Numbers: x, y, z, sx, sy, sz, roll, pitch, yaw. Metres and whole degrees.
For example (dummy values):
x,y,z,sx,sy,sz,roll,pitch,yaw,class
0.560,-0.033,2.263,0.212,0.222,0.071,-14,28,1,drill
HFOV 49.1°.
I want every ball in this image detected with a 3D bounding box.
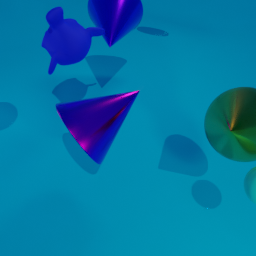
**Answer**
x,y,z,sx,sy,sz,roll,pitch,yaw,class
2.340,0.982,4.732,0.718,0.718,0.718,0,49,0,ball

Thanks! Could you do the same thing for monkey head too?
x,y,z,sx,sy,sz,roll,pitch,yaw,class
-1.418,-2.102,6.538,1.747,1.257,1.053,-42,84,-13,monkey head

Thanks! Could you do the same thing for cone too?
x,y,z,sx,sy,sz,roll,pitch,yaw,class
-0.412,-2.715,7.583,1.599,1.599,1.605,3,55,2,cone
-0.398,-0.323,5.904,1.578,1.572,1.572,-36,55,-1,cone
1.751,-0.010,4.483,1.365,1.365,1.371,29,17,23,cone
